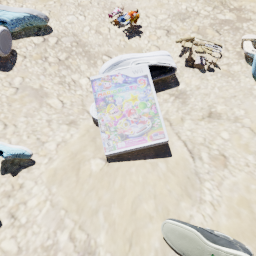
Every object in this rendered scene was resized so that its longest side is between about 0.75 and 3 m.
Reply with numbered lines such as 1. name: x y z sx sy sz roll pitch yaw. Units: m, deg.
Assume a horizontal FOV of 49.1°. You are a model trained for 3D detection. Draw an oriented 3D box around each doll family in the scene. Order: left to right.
1. doll family: -0.068 -4.909 12.424 1.004 0.729 1.618 -39 46 -16

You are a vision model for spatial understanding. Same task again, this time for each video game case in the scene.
1. video game case: -0.015 -0.637 9.123 2.031 0.256 2.836 -13 69 0

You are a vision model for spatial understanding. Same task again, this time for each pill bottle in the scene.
1. pill bottle: -5.741 -3.497 11.073 1.944 1.125 1.125 8 56 6

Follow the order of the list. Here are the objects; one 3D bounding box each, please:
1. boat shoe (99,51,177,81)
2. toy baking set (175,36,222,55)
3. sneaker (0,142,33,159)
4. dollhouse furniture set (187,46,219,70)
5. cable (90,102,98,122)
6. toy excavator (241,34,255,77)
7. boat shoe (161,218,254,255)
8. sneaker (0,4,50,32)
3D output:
1. boat shoe: 0.412 -2.090 10.144 2.891 1.063 0.945 -18 54 -11
2. toy baking set: 2.911 -3.329 11.327 1.561 0.237 2.034 36 42 25
3. sneaker: -3.489 0.791 8.378 1.194 0.441 0.489 13 39 -8
4. dollhouse furniture set: 2.903 -2.705 10.904 1.134 0.502 0.588 18 57 11
5. cable: -0.838 -0.591 9.559 0.928 0.321 0.928 -25 61 -16
6. toy excavator: 5.126 -2.658 10.603 2.342 1.170 2.277 27 58 28
7. boat shoe: 1.955 2.893 7.023 2.327 0.836 0.787 19 20 20
8. sneaker: -4.697 -4.575 12.124 2.513 0.929 1.030 7 86 -2
